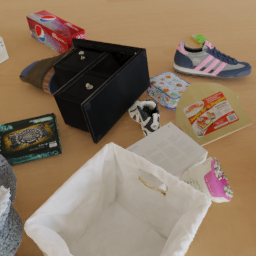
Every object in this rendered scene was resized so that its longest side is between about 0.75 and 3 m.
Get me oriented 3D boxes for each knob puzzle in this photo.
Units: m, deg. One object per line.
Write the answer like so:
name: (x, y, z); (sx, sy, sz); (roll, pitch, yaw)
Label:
knob puzzle: (2.296, -0.522, 8.190); (2.155, 0.299, 2.155); (-8, 64, 16)

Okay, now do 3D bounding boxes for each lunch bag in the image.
lunch bag: (1.466, -1.255, 9.291); (1.252, 0.590, 1.562); (-24, 48, -26)

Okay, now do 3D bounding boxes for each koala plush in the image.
koala plush: (-2.735, 1.601, 4.964); (2.363, 2.280, 2.571); (-13, 24, -44)

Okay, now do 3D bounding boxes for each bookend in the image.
bookend: (-1.334, -1.353, 8.593); (2.963, 1.365, 2.945); (19, 50, 30)

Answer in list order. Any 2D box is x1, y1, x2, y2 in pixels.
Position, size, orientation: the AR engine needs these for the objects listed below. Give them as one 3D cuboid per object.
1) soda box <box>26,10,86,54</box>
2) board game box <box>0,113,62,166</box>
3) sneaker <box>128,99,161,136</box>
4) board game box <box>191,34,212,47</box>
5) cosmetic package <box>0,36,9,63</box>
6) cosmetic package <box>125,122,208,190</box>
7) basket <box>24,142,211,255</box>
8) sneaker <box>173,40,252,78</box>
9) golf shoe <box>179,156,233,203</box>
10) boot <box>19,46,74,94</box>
soda box: (-3.002, -3.953, 11.735); (2.985, 1.045, 0.946); (35, 54, 31)
board game box: (-3.013, 0.359, 7.753); (2.190, 0.308, 1.481); (-13, 45, -10)
sneaker: (0.481, -0.580, 8.231); (0.651, 1.062, 1.632); (-11, 45, -13)
board game box: (3.208, -3.810, 12.243); (0.487, 0.153, 1.019); (-14, 43, -12)
cosmetic package: (-5.997, -2.537, 10.326); (1.426, 0.963, 2.710); (19, 47, 19)
cosmetic package: (0.885, 0.759, 7.211); (1.846, 0.477, 1.392); (-29, 54, -23)
basket: (-0.132, 1.940, 5.055); (2.280, 1.850, 2.301); (27, 49, 25)
sneaker: (3.061, -2.496, 10.034); (2.798, 1.148, 0.982); (7, 33, 8)
golf shoe: (1.572, 1.182, 5.904); (1.040, 2.273, 0.856); (-25, 80, 14)
boot: (-2.655, -2.376, 10.105); (1.339, 1.032, 2.762); (16, 47, 13)
